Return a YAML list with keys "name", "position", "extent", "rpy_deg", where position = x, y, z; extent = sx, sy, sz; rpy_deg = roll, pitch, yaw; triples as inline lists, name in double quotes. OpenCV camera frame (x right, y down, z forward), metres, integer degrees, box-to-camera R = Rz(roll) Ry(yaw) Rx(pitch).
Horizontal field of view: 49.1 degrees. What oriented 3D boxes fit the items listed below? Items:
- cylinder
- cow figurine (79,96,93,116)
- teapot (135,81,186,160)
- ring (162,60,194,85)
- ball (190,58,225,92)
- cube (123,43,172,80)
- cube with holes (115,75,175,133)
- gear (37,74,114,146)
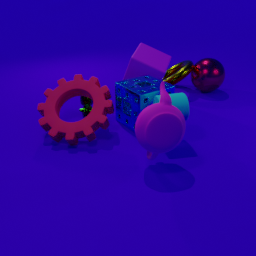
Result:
- name: "cylinder"
  position: [1.122, -0.513, 7.369]
  extent: [0.757, 0.757, 0.757]
  rpy_deg: [-7, 29, -9]
- name: "cow figurine"
  position: [-1.338, -0.888, 9.134]
  extent: [0.537, 0.978, 0.962]
  rpy_deg: [-4, 16, -9]
- name: "teapot"
  position: [0.695, -0.103, 6.391]
  extent: [1.161, 1.868, 0.914]
  rpy_deg: [6, 17, -16]
- name: "ring"
  position: [1.746, -2.057, 10.980]
  extent: [1.823, 0.365, 1.823]
  rpy_deg: [-33, 16, 11]
- name: "ball"
  position: [3.089, -2.054, 10.868]
  extent: [1.304, 1.304, 1.304]
  rpy_deg: [0, 28, 0]
- name: "cube"
  position: [0.630, -1.947, 9.585]
  extent: [1.191, 1.191, 1.191]
  rpy_deg: [25, 44, 0]
- name: "cube with holes"
  position: [0.480, -0.736, 8.475]
  extent: [1.259, 1.259, 1.259]
  rpy_deg: [-18, 34, -30]
- name: "gear"
  position: [-1.460, -0.547, 7.861]
  extent: [2.082, 0.385, 2.082]
  rpy_deg: [-3, 62, 6]
